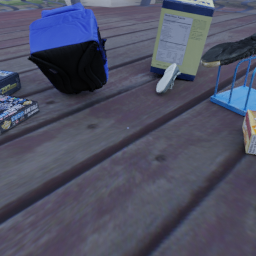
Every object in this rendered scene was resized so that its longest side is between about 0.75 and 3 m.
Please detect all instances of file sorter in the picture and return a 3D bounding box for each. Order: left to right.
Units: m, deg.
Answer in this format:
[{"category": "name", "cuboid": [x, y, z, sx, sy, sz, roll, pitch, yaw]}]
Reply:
[{"category": "file sorter", "cuboid": [3.997, -1.219, 8.174, 1.686, 1.491, 2.430, -19, 36, -29]}]

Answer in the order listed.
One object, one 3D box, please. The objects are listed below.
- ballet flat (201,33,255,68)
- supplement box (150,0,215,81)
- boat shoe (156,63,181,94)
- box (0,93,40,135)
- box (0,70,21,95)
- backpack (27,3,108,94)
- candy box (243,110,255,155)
[{"category": "ballet flat", "cuboid": [2.948, -1.996, 7.594, 2.306, 0.655, 0.766, -21, 48, -19]}, {"category": "supplement box", "cuboid": [2.111, -3.656, 10.996, 1.761, 2.620, 2.623, 14, 33, 6]}, {"category": "boat shoe", "cuboid": [1.467, -1.639, 9.718, 0.588, 0.499, 1.615, -25, 26, 43]}, {"category": "box", "cuboid": [-3.636, -0.455, 7.948, 1.562, 0.391, 1.574, 13, 32, 20]}, {"category": "box", "cuboid": [-5.295, -1.397, 9.271, 2.626, 0.670, 2.071, 10, 33, 17]}, {"category": "backpack", "cuboid": [-1.596, -2.346, 8.723, 2.047, 2.519, 2.114, -6, 64, 6]}, {"category": "candy box", "cuboid": [3.914, 0.210, 6.582, 2.160, 0.597, 1.247, 8, 31, 14]}]
